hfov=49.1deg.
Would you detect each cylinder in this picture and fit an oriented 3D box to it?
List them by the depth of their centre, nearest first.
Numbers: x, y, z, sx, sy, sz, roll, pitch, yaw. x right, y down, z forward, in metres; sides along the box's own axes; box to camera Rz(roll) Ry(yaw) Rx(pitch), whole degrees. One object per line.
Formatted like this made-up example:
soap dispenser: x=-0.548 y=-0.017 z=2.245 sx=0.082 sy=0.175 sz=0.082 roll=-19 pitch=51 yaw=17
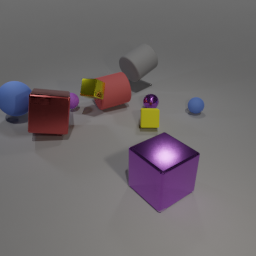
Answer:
cylinder: x=-0.759 y=-1.658 z=12.485 sx=1.400 sy=1.400 sz=1.400 roll=-18 pitch=35 yaw=-18
cylinder: x=0.519 y=-3.220 z=13.804 sx=1.400 sy=1.400 sz=1.400 roll=-40 pitch=46 yaw=-23

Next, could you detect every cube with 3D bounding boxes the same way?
cube: x=0.969 y=1.188 z=7.918 sx=1.400 sy=1.400 sz=1.400 roll=-21 pitch=37 yaw=-31
cube: x=-2.923 y=-0.643 z=10.499 sx=1.400 sy=1.400 sz=1.400 roll=3 pitch=16 yaw=-14
cube: x=0.855 y=-0.404 z=11.050 sx=0.700 sy=0.700 sz=0.700 roll=1 pitch=8 yaw=0
cube: x=-1.421 y=-1.576 z=11.322 sx=0.700 sy=0.700 sz=0.700 roll=6 pitch=-2 yaw=26

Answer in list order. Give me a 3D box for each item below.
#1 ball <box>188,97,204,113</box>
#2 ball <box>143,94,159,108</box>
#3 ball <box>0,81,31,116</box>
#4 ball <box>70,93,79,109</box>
ball: x=2.936 y=-0.979 z=12.094 sx=0.700 sy=0.700 sz=0.700 roll=0 pitch=31 yaw=0
ball: x=1.013 y=-1.161 z=12.376 sx=0.700 sy=0.700 sz=0.700 roll=0 pitch=31 yaw=0
ball: x=-4.523 y=-1.175 z=11.269 sx=1.400 sy=1.400 sz=1.400 roll=0 pitch=31 yaw=0
ball: x=-2.500 y=-1.196 z=12.297 sx=0.700 sy=0.700 sz=0.700 roll=0 pitch=31 yaw=0
